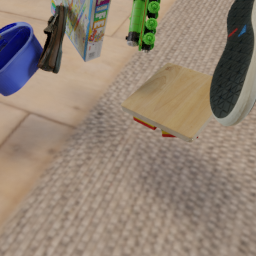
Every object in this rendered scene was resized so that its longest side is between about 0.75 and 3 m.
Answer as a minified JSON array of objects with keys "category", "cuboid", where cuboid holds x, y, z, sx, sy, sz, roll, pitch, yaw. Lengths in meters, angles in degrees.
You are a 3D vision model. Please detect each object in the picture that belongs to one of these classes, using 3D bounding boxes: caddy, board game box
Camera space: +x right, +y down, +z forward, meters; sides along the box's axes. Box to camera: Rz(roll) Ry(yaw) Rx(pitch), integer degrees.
[{"category":"caddy","cuboid":[-2.913,-1.695,6.628,1.338,0.994,1.893,26,71,29]},{"category":"board game box","cuboid":[-1.149,-3.194,6.464,0.492,2.877,1.934,-28,75,-24]}]

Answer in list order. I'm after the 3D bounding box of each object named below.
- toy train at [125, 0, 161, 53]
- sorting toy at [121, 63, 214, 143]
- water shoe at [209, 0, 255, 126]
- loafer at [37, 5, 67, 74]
[{"category":"toy train","cuboid":[0.377,-2.617,5.762,0.612,0.453,2.172,9,85,2]},{"category":"sorting toy","cuboid":[1.080,-0.490,5.999,1.729,0.605,1.740,28,58,33]},{"category":"water shoe","cuboid":[2.024,-1.098,4.274,1.012,0.917,2.564,24,69,-15]},{"category":"loafer","cuboid":[-1.802,-2.157,6.665,0.524,0.599,1.667,7,86,-25]}]
